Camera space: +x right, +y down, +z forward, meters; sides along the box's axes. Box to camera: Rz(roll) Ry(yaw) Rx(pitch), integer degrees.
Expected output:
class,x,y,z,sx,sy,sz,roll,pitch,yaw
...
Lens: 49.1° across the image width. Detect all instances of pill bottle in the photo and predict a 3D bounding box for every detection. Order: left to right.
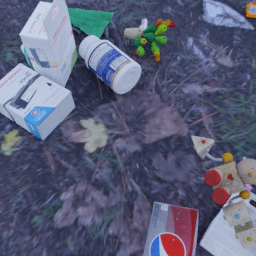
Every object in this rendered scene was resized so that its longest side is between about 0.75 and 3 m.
class,x,y,z,sx,sy,sz,roll,pitch,yaw
pill bottle,-0.636,-2.080,8.941,1.118,1.118,2.016,-38,66,-20

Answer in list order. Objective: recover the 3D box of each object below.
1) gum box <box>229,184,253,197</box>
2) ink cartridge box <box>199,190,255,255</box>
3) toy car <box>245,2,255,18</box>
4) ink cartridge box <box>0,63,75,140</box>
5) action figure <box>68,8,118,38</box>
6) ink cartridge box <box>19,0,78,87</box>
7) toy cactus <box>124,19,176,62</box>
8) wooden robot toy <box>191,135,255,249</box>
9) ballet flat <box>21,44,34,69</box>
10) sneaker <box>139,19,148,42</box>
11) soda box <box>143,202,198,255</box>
class,x,y,z,sx,sy,sz,roll,pitch,yaw
gum box,2.711,1.419,7.304,0.503,0.293,0.886,-32,64,-18
ink cartridge box,2.672,2.388,6.455,1.360,0.423,1.690,33,77,19
toy car,5.220,-4.468,10.759,1.427,0.475,0.700,24,62,15
ink cartridge box,-2.867,-0.818,8.325,2.029,0.854,1.467,29,63,17
action figure,-1.689,-3.962,10.352,2.404,0.657,1.420,21,62,20
ink cartridge box,-2.328,-2.628,8.395,0.875,2.600,1.523,11,60,7
toy cactus,0.654,-3.129,9.725,1.635,1.013,1.981,22,68,27
wooden robot toy,2.045,0.996,5.080,1.033,1.003,2.277,-26,81,19
ballet flat,-3.206,-2.941,9.747,0.890,0.851,2.528,-9,56,23
sneaker,0.483,-3.615,10.301,0.497,0.409,1.080,-2,58,4
soda box,0.771,3.123,5.729,1.029,0.932,2.940,7,62,17
